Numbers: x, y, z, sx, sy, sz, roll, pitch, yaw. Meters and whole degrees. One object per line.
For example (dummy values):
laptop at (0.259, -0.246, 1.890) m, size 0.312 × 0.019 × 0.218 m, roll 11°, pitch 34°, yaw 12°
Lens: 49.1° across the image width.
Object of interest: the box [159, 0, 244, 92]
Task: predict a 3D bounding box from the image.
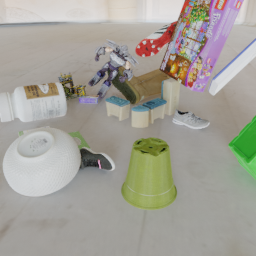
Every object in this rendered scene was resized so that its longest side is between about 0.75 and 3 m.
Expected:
box at (2.198, -2.865, 9.021) m, size 0.566 × 2.893 × 1.980 m, roll 4°, pitch 27°, yaw -32°

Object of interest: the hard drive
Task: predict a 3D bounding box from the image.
hard drive at (2.358, -1.374, 5.956) m, size 0.191 × 1.502 × 0.991 m, roll 47°, pitch 4°, yaw 12°

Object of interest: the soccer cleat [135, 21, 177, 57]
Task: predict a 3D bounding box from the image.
soccer cleat at (1.519, -4.192, 13.176) m, size 2.622 × 0.900 × 1.117 m, roll -27°, pitch 20°, yaw 29°

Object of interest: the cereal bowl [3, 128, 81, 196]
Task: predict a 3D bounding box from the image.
cereal bowl at (-2.331, 0.708, 7.411) m, size 2.062 × 0.859 × 2.062 m, roll -4°, pitch 43°, yaw 4°

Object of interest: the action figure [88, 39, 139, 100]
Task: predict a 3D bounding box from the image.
action figure at (-0.726, -2.575, 12.218) m, size 1.914 × 2.941 × 1.020 m, roll 45°, pitch 47°, yaw 1°

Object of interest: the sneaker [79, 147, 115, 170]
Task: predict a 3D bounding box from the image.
sneaker at (-1.072, 0.999, 7.885) m, size 1.493 × 0.528 × 0.740 m, roll 16°, pitch 32°, yaw 39°

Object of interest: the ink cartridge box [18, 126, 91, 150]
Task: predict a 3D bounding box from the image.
ink cartridge box at (-2.404, 0.406, 9.104) m, size 2.018 × 0.484 × 1.469 m, roll -14°, pitch 29°, yaw -21°

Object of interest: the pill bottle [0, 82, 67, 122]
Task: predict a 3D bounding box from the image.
pill bottle at (-3.688, -0.955, 10.769) m, size 2.394 × 1.369 × 1.369 m, roll -12°, pitch 29°, yaw -24°

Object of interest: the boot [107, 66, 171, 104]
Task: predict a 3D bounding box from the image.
boot at (0.671, -2.415, 13.438) m, size 2.851 × 0.943 × 2.497 m, roll -26°, pitch 77°, yaw -38°

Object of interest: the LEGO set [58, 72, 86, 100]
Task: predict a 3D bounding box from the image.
LEGO set at (-2.944, -1.869, 12.570) m, size 1.949 × 1.129 × 1.499 m, roll -20°, pitch 22°, yaw -24°

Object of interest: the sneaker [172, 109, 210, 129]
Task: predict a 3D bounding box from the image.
sneaker at (2.336, -0.348, 10.450) m, size 1.400 × 0.574 × 0.523 m, roll 12°, pitch 29°, yaw 22°

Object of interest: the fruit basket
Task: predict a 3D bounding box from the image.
fruit basket at (4.154, 0.507, 7.596) m, size 2.388 × 2.388 × 1.722 m, roll -5°, pitch 27°, yaw -11°

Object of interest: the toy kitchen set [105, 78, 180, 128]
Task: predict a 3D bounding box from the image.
toy kitchen set at (0.599, -1.211, 11.241) m, size 1.919 × 1.411 × 2.395 m, roll 23°, pitch 34°, yaw 38°

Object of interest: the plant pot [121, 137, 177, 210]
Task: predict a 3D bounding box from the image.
plant pot at (0.549, 1.006, 6.884) m, size 1.431 × 1.358 × 1.431 m, roll 1°, pitch 27°, yaw 0°

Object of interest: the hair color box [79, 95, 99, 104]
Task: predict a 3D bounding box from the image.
hair color box at (-1.749, -1.314, 12.728) m, size 0.840 × 0.272 × 0.459 m, roll 4°, pitch 25°, yaw 4°
